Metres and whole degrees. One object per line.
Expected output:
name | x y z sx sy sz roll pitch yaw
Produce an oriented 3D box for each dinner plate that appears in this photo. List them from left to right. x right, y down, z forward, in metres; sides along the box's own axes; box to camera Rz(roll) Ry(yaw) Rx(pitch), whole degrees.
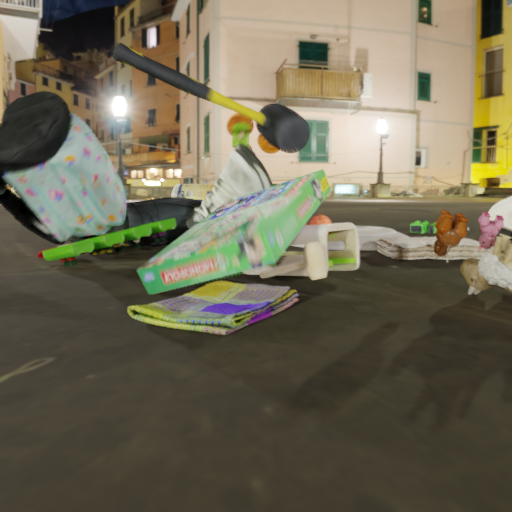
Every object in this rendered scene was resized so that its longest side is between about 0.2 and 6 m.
dinner plate | 2.159 -0.445 12.982 3.068 0.372 3.068 -1 8 0

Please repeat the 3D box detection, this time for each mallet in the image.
mallet | -0.493 -2.088 7.491 2.834 0.583 0.933 15 19 -36

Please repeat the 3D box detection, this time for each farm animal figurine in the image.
farm animal figurine | 3.003 0.117 6.667 1.797 0.937 1.777 5 17 -20

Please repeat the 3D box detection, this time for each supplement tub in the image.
supplement tub | -1.505 -1.480 16.866 1.901 1.373 1.373 1 7 5

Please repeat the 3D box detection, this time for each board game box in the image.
board game box | -0.167 -0.400 7.636 1.825 0.395 2.712 -15 17 27

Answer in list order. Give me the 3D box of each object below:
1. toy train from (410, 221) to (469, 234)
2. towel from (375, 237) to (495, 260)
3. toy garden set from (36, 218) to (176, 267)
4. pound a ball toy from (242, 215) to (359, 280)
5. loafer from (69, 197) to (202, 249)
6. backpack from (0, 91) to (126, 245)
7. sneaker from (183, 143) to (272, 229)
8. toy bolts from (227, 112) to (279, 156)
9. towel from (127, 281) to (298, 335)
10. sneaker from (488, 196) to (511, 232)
toy train | 5.031 -0.757 15.487 1.612 0.336 0.455 6 20 40
towel | 3.374 -0.169 10.668 2.028 0.350 1.344 0 8 -1
toy garden set | -2.762 -0.136 10.017 1.806 0.432 2.167 -8 9 42
pound a ball toy | 0.511 -0.144 7.916 1.288 0.839 1.976 -7 4 -43
loafer | -2.464 -0.629 11.859 3.145 1.068 1.104 -5 13 -1
backpack | -3.299 -1.321 9.586 1.547 2.444 2.039 -8 47 14
sneaker | -0.548 -0.905 9.909 1.419 0.930 2.465 -37 -14 -15
toy bolts | -0.059 -2.199 10.847 1.091 1.142 0.792 4 42 -7
towel | -0.395 0.505 5.985 1.227 0.195 1.709 5 8 27
sneaker | 7.166 -0.930 14.094 1.250 1.158 3.083 -15 14 -34
